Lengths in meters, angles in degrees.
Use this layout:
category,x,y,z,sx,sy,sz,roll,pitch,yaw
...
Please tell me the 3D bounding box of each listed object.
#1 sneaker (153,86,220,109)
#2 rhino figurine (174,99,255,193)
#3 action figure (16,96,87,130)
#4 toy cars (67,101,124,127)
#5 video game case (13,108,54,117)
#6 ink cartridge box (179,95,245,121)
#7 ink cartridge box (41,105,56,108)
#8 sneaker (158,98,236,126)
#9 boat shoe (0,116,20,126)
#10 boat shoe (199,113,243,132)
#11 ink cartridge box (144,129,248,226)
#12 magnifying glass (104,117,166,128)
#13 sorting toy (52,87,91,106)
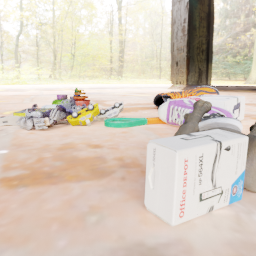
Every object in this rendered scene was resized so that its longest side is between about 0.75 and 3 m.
category,x,y,z,sx,sy,sz,roll,pitch,yaw
sneaker,2.275,-1.068,11.677,2.828,1.097,1.584,-4,9,44
rhino figurine,1.777,0.329,3.976,2.673,1.169,0.799,10,-28,37
action figure,-2.330,-0.401,8.439,1.505,0.802,2.312,14,20,34
toy cars,-0.905,-0.373,8.891,2.187,0.484,0.981,-11,-22,-49
video game case,-3.672,-0.624,11.050,1.146,0.162,1.268,1,13,8
ink cartridge box,2.759,-0.596,9.123,1.490,0.868,2.059,8,13,37
ink cartridge box,-3.266,-0.800,11.804,0.933,0.276,1.166,2,10,13
sneaker,1.599,-0.356,7.762,2.392,0.867,1.364,9,13,41
boat shoe,-3.678,-0.255,8.744,0.886,0.331,0.411,-2,19,-8
boat shoe,1.903,-0.098,6.212,0.551,0.522,1.575,38,-21,-15
ink cartridge box,0.811,0.523,3.272,1.169,0.854,0.493,-8,16,-33
magnifying glass,0.361,-0.215,8.849,2.240,0.251,0.892,-2,11,-14
sorting toy,-2.928,-1.656,14.651,2.165,0.889,1.301,3,11,19
